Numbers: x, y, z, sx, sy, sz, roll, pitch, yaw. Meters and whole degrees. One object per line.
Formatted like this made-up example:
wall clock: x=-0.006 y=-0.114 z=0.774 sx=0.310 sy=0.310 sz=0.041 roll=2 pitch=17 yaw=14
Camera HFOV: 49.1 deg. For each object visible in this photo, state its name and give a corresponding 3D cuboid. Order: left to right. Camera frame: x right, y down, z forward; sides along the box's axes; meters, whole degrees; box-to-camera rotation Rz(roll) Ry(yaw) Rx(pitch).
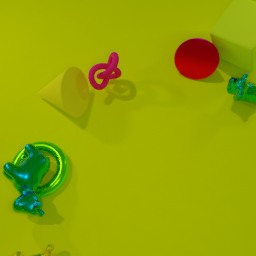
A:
cow figurine: x=-2.214 y=3.268 z=5.878 sx=1.553 sy=1.528 sz=0.852 roll=-1 pitch=33 yaw=-39
cow figurine: x=-2.266 y=1.280 z=6.633 sx=1.442 sy=0.804 sz=1.465 roll=41 pitch=57 yaw=-1
ring: x=-2.262 y=1.040 z=7.160 sx=1.491 sy=0.298 sz=1.491 roll=0 pitch=66 yaw=0
cone: x=-2.003 y=-0.970 z=7.781 sx=1.356 sy=1.351 sz=1.351 roll=1 pitch=64 yaw=24
knot shape: x=-0.648 y=-1.501 z=7.707 sx=0.520 sy=1.125 sz=1.053 roll=44 pitch=64 yaw=9
cone: x=2.138 y=-2.329 z=8.486 sx=1.275 sy=1.275 sz=1.280 roll=17 pitch=41 yaw=8
cube: x=3.294 y=-2.638 z=7.953 sx=1.286 sy=1.286 sz=1.286 roll=35 pitch=89 yaw=28
cow figurine: x=3.247 y=-1.006 z=7.543 sx=1.213 sy=1.194 sz=0.666 roll=15 pitch=92 yaw=3
